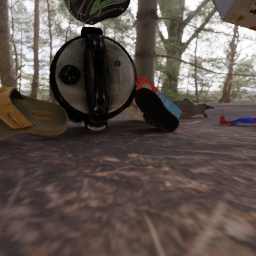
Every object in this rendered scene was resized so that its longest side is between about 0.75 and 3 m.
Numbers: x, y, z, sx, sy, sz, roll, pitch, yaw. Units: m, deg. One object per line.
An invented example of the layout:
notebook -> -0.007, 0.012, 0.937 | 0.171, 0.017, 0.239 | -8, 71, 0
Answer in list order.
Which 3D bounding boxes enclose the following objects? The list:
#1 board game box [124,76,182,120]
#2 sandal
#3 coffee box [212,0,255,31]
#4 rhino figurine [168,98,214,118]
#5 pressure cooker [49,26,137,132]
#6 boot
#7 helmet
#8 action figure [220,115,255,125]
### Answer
board game box -> 0.329, -0.899, 9.290 | 1.859, 0.490, 2.429 | 37, -14, -30
sandal -> -2.076, -0.307, 5.072 | 0.722, 1.073, 2.672 | -35, -20, 33
coffee box -> 3.042, -2.651, 5.876 | 2.320, 0.925, 1.327 | 10, 49, -14
rhino figurine -> 2.435, -0.811, 11.717 | 2.405, 0.719, 1.051 | 1, 22, -4
pressure cooker -> -0.925, -1.124, 7.109 | 2.196, 2.162, 2.458 | -47, 8, -13
boot -> 0.597, -0.454, 7.122 | 0.531, 1.410, 1.055 | -45, 16, -3
helmet -> -0.865, -3.544, 7.147 | 1.606, 1.684, 1.684 | -26, 16, -22
action figure -> 3.594, -0.433, 8.187 | 1.655, 0.819, 0.540 | 6, 9, 29
